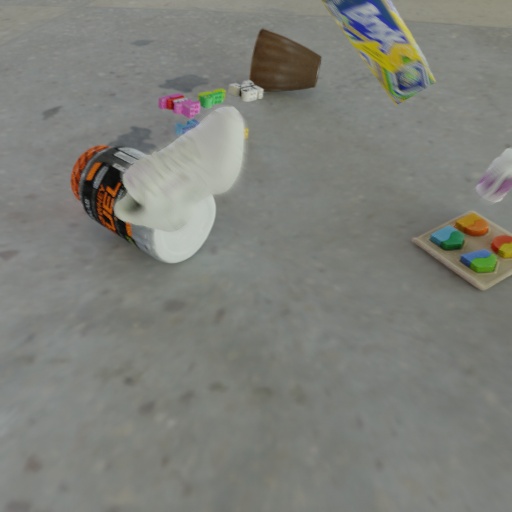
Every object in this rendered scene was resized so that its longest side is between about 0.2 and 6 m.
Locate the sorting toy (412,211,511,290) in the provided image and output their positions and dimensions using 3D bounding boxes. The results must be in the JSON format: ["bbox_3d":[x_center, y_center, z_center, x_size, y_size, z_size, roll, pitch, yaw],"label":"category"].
[{"bbox_3d":[4.138,-0.209,10.466,1.834,0.335,1.698,-21,43,-25],"label":"sorting toy"}]

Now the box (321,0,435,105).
[{"bbox_3d":[2.123,-3.912,9.773,0.835,2.599,0.910,-29,45,27],"label":"box"}]

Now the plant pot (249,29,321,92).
[{"bbox_3d":[0.893,-5.456,16.131,1.846,1.726,1.726,13,40,5],"label":"plant pot"}]

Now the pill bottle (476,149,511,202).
[{"bbox_3d":[3.748,-1.237,8.557,0.429,0.765,0.429,11,43,-10],"label":"pill bottle"}]

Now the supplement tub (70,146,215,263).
[{"bbox_3d":[-2.191,-1.075,10.535,2.635,1.614,1.614,28,46,32],"label":"supplement tub"}]

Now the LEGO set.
[{"bbox_3d":[-0.880,-3.468,14.018,2.962,1.130,1.215,-26,48,-38],"label":"LEGO set"}]

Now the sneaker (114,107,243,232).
[{"bbox_3d":[-1.065,-1.107,7.665,1.190,2.389,0.894,3,54,-45],"label":"sneaker"}]
